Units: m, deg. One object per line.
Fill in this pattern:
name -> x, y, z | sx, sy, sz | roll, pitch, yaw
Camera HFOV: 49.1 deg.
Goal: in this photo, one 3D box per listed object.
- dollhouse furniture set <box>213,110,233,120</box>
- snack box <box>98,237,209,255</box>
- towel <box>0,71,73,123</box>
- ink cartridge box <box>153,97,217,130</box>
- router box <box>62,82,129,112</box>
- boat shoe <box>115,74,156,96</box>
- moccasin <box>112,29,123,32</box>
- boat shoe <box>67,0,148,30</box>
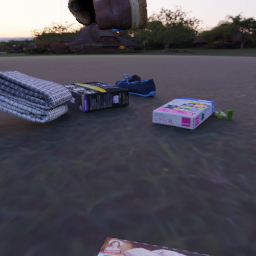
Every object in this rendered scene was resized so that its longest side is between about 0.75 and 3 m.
dollhouse furniture set -> 3.085, -0.518, 9.163 | 0.401, 0.310, 0.802 | -4, 18, -15
snack box -> 0.365, 1.502, 2.982 | 1.406, 0.171, 0.506 | 4, 18, 14
towel -> -3.117, -1.104, 8.696 | 2.387, 1.021, 1.976 | 21, 15, -1
ink cartridge box -> 1.888, -0.564, 8.952 | 1.326, 0.466, 2.222 | 12, 22, 32
router box -> -1.471, -1.291, 11.008 | 1.987, 0.660, 2.527 | -12, 21, -33
boat shoe -> 0.400, -2.105, 13.227 | 2.569, 0.882, 1.081 | 16, 24, 41
moccasin -> -0.784, -4.731, 10.511 | 2.533, 0.864, 1.019 | 51, 34, 9
boat shoe -> -0.460, -1.728, 3.683 | 0.734, 0.735, 2.038 | -21, 44, -12
